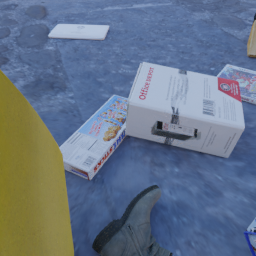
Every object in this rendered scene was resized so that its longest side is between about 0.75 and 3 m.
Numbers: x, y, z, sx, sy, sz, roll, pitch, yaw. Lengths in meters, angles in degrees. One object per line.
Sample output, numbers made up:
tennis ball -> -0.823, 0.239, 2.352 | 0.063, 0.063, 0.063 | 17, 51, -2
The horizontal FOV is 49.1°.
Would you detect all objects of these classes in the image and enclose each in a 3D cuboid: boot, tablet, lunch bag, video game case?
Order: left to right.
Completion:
tablet -> -2.207, -4.449, 12.845 | 2.518, 0.172, 1.638 | 4, 39, 4
boot -> 0.324, 1.879, 4.891 | 1.141, 0.591, 1.747 | 37, 50, 21
video game case -> 3.748, -1.468, 9.137 | 1.691, 0.213, 1.855 | 22, 44, 25
lunch bag -> 2.397, 1.778, 4.234 | 1.043, 1.227, 0.760 | -35, 15, -33

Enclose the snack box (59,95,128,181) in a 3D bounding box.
snack box -> -0.609, 0.077, 7.122 | 1.036, 0.350, 2.882 | 18, 43, 21

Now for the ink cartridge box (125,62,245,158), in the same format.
ink cartridge box -> 1.362, -0.520, 6.988 | 2.583, 1.070, 1.896 | 13, 44, 5

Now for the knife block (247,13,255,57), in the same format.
knife block -> 5.155, -3.830, 10.911 | 0.597, 1.639, 1.867 | 11, 40, 15

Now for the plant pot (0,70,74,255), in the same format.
plant pot -> -2.133, 1.035, 3.520 | 2.719, 2.398, 2.719 | -19, 66, 14
